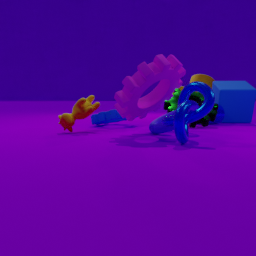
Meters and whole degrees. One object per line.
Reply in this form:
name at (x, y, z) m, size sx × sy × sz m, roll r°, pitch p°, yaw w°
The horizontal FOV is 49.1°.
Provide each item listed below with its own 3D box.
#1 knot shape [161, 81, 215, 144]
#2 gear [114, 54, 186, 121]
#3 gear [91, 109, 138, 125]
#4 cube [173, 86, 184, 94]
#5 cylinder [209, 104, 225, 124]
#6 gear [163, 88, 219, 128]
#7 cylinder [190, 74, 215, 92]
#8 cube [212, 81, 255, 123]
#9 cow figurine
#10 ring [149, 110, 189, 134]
knot shape at (1.242, -0.375, 5.719) m, size 0.601 × 1.217 × 1.300 m, roll 32°, pitch 16°, yaw -5°
gear at (0.530, -0.916, 6.687) m, size 1.833 × 1.833 × 0.339 m, roll -7°, pitch 54°, yaw -50°
gear at (-0.431, -0.378, 9.200) m, size 1.539 × 0.285 × 1.539 m, roll -10°, pitch -3°, yaw 0°
cube at (2.076, -1.290, 11.352) m, size 0.713 × 0.713 × 0.713 m, roll 14°, pitch 4°, yaw -44°
cylinder at (2.862, -0.484, 9.781) m, size 0.708 × 0.708 × 0.708 m, roll -4°, pitch 7°, yaw -31°
gear at (2.020, -0.687, 9.035) m, size 1.695 × 0.313 × 1.695 m, roll 3°, pitch 42°, yaw -2°
cylinder at (3.208, -1.653, 12.420) m, size 1.089 × 1.089 × 1.089 m, roll 17°, pitch -14°, yaw 5°
cube at (3.892, -1.002, 10.524) m, size 1.270 × 1.270 × 1.270 m, roll 0°, pitch 24°, yaw 4°
cow figurine at (-1.334, -0.386, 7.513) m, size 1.014 × 0.566 × 1.031 m, roll -39°, pitch 1°, yaw 27°
ring at (1.191, -0.214, 7.262) m, size 1.380 × 0.276 × 1.380 m, roll -22°, pitch 8°, yaw 3°
